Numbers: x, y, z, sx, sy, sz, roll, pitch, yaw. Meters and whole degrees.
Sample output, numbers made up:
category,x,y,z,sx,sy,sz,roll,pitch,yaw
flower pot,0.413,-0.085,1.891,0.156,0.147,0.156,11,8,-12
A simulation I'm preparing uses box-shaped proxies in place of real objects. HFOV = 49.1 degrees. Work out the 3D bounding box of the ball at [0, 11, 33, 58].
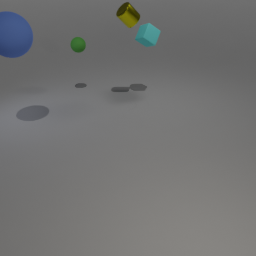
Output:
category,x,y,z,sx,sy,sz,roll,pitch,yaw
ball,-3.749,-2.946,8.889,1.400,1.400,1.400,0,29,0

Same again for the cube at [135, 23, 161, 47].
category,x,y,z,sx,sy,sz,roll,pitch,yaw
cube,0.860,-4.038,12.222,0.700,0.700,0.700,23,-4,-32

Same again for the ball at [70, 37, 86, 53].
category,x,y,z,sx,sy,sz,roll,pitch,yaw
ball,-2.299,-3.837,12.924,0.700,0.700,0.700,0,29,0

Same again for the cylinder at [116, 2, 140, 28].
category,x,y,z,sx,sy,sz,roll,pitch,yaw
cylinder,0.009,-4.468,11.093,0.700,0.700,0.700,33,6,-39
